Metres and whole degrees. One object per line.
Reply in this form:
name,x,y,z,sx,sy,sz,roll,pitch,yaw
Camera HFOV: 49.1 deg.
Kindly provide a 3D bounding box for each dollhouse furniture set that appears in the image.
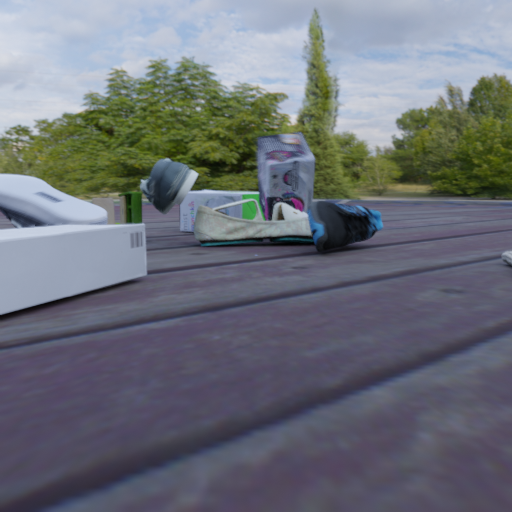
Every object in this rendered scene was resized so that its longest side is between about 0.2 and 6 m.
dollhouse furniture set,-3.415,-0.721,10.599,2.551,0.985,1.275,-4,2,-35

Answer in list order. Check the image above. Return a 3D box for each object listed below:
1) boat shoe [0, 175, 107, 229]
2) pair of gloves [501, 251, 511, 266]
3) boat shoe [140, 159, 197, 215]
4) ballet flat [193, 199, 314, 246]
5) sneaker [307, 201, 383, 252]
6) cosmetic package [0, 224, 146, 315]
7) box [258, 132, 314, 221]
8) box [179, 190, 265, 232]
boat shoe,-3.375,-0.593,8.714,2.608,0.884,0.935,21,25,23
pair of gloves,4.524,0.065,7.014,2.380,0.417,2.024,0,7,9
boat shoe,-1.803,-1.412,10.921,0.794,0.935,2.569,29,-7,-16
ballet flat,0.216,-0.651,10.764,2.824,0.880,0.952,-2,3,-15
sneaker,1.558,-0.606,9.754,0.961,0.859,2.346,-9,3,23
cosmetic package,-2.309,0.091,5.600,1.133,0.695,2.744,3,8,22
box,0.577,-1.493,11.449,0.958,1.669,1.103,-9,43,-7
box,-0.552,-1.131,14.042,1.879,1.029,2.129,4,8,31
